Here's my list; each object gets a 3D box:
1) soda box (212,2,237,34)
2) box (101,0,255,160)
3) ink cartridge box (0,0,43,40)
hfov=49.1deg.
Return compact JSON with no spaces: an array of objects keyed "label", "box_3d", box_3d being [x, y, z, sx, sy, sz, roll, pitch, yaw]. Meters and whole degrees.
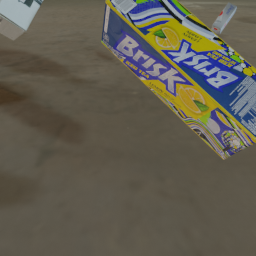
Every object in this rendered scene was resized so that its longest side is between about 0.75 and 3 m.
[{"label":"soda box","box_3d":[3.019,-3.447,8.803,0.318,0.295,0.931,35,86,16]},{"label":"box","box_3d":[0.828,-0.860,4.025,0.858,0.935,2.670,-41,81,-20]},{"label":"ink cartridge box","box_3d":[-2.939,-3.687,7.816,0.906,2.181,1.599,31,-11,-32]}]
